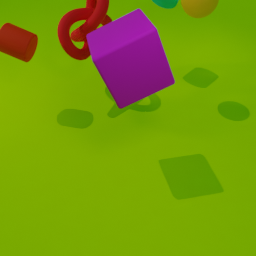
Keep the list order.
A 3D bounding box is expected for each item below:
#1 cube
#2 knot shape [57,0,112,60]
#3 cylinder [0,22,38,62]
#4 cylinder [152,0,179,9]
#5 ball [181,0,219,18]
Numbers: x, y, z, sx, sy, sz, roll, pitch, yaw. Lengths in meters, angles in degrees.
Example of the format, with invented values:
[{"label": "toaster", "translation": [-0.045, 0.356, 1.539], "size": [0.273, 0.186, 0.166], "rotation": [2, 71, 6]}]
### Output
[{"label": "cube", "translation": [0.032, -1.259, 5.087], "size": [1.119, 1.119, 1.119], "rotation": [-25, 40, 6]}, {"label": "knot shape", "translation": [-1.144, -2.676, 7.520], "size": [0.910, 1.969, 1.843], "rotation": [33, 65, 2]}, {"label": "cylinder", "translation": [-2.742, -2.119, 6.968], "size": [0.743, 0.743, 0.743], "rotation": [22, 49, -6]}, {"label": "cylinder", "translation": [1.150, -4.014, 7.962], "size": [0.845, 0.845, 0.845], "rotation": [22, 84, 19]}, {"label": "ball", "translation": [1.697, -3.059, 6.606], "size": [0.878, 0.878, 0.878], "rotation": [0, 48, 0]}]
